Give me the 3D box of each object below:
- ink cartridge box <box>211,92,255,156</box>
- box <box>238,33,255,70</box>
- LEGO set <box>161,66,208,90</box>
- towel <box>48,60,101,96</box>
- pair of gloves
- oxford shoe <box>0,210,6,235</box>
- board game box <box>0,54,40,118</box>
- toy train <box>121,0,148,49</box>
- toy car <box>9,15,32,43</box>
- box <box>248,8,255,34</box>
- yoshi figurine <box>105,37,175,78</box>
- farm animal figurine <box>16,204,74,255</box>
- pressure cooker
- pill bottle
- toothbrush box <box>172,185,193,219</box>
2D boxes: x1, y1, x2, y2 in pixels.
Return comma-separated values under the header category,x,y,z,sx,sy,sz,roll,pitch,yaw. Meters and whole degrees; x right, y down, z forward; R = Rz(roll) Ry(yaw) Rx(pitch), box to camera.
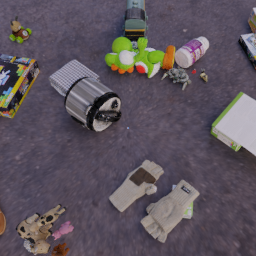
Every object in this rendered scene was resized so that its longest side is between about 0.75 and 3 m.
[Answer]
category,x,y,z,sx,sy,sz,roll,pitch,yaw
ink cartridge box,4.016,0.103,9.043,2.128,0.806,1.573,40,83,23
box,5.687,-3.246,11.805,1.323,0.365,1.938,-8,56,-5
LEGO set,2.241,-2.114,10.960,1.809,0.513,1.175,-19,58,-12
towel,-1.981,-1.763,10.605,1.653,0.707,1.368,36,64,22
pair of gloves,0.713,1.996,8.135,2.139,0.375,1.819,29,65,33
oxford shoe,-3.840,2.401,7.957,0.473,0.472,1.326,-23,61,-16
board game box,-4.812,-1.699,10.570,2.043,0.701,2.471,12,57,6
toy train,0.321,-4.723,12.076,1.169,1.564,2.744,3,57,1
toy car,-4.794,-4.365,12.197,0.765,0.970,0.797,21,59,13
box,5.983,-4.737,12.604,0.637,0.707,1.258,-2,56,-1
yoshi figurine,0.455,-3.020,11.119,2.709,1.523,1.517,2,40,4
farm animal figurine,-2.113,2.574,6.799,1.523,1.539,0.803,7,20,28
pressure cooker,-1.075,-0.723,9.394,1.740,1.554,1.530,35,59,22
pill bottle,2.653,-3.145,11.478,1.445,0.811,0.811,-40,65,-23
toothbrush box,1.565,2.150,8.178,0.610,0.361,0.838,7,57,5
